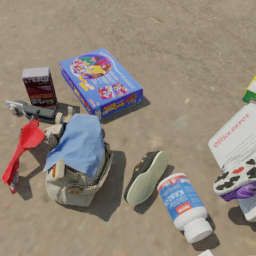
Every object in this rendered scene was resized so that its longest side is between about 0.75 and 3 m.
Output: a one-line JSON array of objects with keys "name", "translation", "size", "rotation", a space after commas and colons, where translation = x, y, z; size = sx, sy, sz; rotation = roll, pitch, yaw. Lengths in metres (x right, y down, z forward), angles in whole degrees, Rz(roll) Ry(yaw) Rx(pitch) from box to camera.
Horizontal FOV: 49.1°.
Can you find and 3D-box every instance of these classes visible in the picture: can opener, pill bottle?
[{"name": "can opener", "translation": [-3.131, -0.604, 9.070], "size": [1.782, 0.469, 0.592], "rotation": [15, 50, 13]}, {"name": "pill bottle", "translation": [1.363, 1.891, 6.670], "size": [0.828, 0.828, 1.475], "rotation": [-17, 51, -14]}]

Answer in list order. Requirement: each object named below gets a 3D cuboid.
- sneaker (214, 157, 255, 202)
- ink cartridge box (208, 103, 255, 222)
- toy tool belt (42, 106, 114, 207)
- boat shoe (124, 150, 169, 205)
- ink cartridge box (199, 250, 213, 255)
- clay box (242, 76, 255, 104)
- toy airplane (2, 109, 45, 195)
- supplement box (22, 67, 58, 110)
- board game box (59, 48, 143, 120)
[{"name": "sneaker", "translation": [2.702, 1.127, 6.089], "size": [1.634, 0.682, 0.659], "rotation": [-29, 27, 27]}, {"name": "ink cartridge box", "translation": [3.251, 0.826, 6.887], "size": [0.977, 1.702, 2.344], "rotation": [11, 43, -29]}, {"name": "toy tool belt", "translation": [-1.303, 0.394, 7.317], "size": [1.841, 1.812, 2.948], "rotation": [3, 49, 3]}, {"name": "boat shoe", "translation": [0.415, 1.271, 7.286], "size": [0.558, 0.652, 1.781], "rotation": [-2, 36, 43]}, {"name": "ink cartridge box", "translation": [1.690, 3.238, 5.410], "size": [0.568, 1.005, 1.371], "rotation": [-24, 54, -19]}, {"name": "clay box", "translation": [5.197, -1.563, 9.810], "size": [1.415, 0.586, 2.463], "rotation": [30, 56, 23]}, {"name": "toy airplane", "translation": [-2.838, 0.578, 7.477], "size": [0.432, 2.350, 2.350], "rotation": [23, 43, -27]}, {"name": "supplement box", "translation": [-2.766, -1.194, 8.916], "size": [0.797, 1.464, 0.446], "rotation": [-6, 50, -5]}, {"name": "board game box", "translation": [-0.992, -1.638, 9.850], "size": [1.863, 0.620, 2.771], "rotation": [-24, 53, -19]}]
